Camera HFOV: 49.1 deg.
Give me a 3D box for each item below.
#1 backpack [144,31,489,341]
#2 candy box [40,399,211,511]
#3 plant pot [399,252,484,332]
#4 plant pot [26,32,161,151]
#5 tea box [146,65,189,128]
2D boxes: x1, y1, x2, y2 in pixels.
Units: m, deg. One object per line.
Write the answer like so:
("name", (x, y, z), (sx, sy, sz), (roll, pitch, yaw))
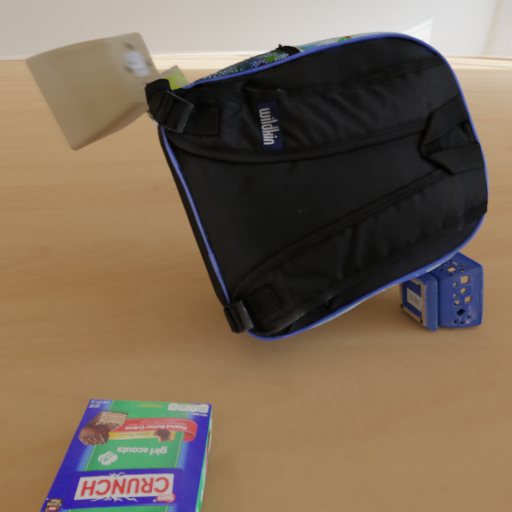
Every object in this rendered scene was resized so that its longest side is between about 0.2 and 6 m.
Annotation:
("backpack", (0.806, -1.080, 7.354), (3.617, 3.310, 2.658), (-21, 12, -6))
("candy box", (-1.047, 1.910, 4.846), (1.208, 0.550, 1.429), (2, 26, 1))
("plant pot", (2.454, 0.461, 7.586), (0.818, 0.910, 0.910), (-14, 24, -13))
("plant pot", (-2.179, -2.531, 8.203), (1.227, 1.385, 1.384), (-15, 20, 26))
("tea box", (-1.740, -3.104, 11.345), (1.018, 1.002, 0.680), (-31, -4, -2))
